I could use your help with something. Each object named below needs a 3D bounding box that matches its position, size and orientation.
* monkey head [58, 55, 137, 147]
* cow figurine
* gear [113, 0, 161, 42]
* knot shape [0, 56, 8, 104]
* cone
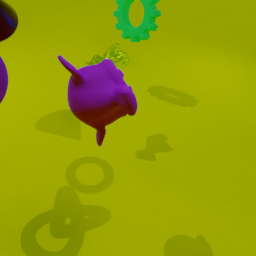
[{"bbox_3d":[-0.381,-0.394,3.953,0.905,1.502,1.081,-24,29,-7],"label":"monkey head"},{"bbox_3d":[-0.501,-1.569,6.869,1.052,1.070,0.587,-39,83,6],"label":"cow figurine"},{"bbox_3d":[0.250,-3.529,8.645,1.659,1.659,0.307,33,35,31],"label":"gear"},{"bbox_3d":[-2.921,-0.887,4.633,1.792,0.885,1.915,14,53,-10],"label":"knot shape"},{"bbox_3d":[-3.574,-3.103,6.847,1.442,1.447,1.442,3,72,-10],"label":"cone"}]
